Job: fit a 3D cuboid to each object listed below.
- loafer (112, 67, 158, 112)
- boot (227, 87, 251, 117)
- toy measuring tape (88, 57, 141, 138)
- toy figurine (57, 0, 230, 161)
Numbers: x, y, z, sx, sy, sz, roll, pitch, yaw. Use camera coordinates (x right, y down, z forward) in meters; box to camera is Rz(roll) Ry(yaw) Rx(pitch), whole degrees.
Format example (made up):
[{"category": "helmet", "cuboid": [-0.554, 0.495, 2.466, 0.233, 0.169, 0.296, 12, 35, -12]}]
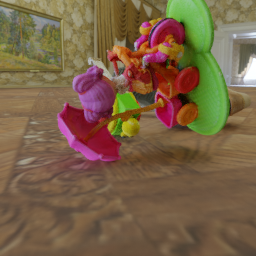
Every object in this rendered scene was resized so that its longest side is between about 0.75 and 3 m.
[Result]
[{"category": "loafer", "cuboid": [0.548, -1.118, 9.428, 2.575, 0.979, 0.868, 37, -4, 14]}, {"category": "boot", "cuboid": [1.926, -0.683, 7.895, 2.012, 0.875, 2.418, -12, 10, -12]}, {"category": "toy measuring tape", "cuboid": [-0.464, -0.655, 6.588, 1.066, 1.066, 2.897, -5, 38, -25]}, {"category": "toy figurine", "cuboid": [0.036, -0.484, 4.174, 2.259, 2.455, 1.843, -26, 46, -15]}]
